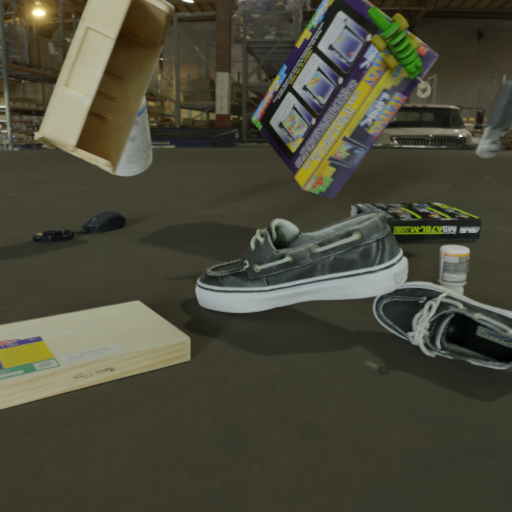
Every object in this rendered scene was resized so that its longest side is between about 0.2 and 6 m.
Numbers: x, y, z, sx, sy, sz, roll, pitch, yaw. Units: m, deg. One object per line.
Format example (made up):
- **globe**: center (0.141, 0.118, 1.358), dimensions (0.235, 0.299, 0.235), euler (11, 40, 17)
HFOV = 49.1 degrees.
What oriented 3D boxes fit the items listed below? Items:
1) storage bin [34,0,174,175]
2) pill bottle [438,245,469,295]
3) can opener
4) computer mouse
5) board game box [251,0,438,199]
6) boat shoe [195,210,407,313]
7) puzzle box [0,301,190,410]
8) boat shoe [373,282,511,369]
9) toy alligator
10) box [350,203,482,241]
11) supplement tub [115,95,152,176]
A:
- **storage bin**: center (-1.822, -2.091, 6.848), dimensions (0.915, 1.953, 1.939), euler (21, 2, -15)
- **pill bottle**: center (3.127, 0.235, 8.907), dimensions (0.442, 0.760, 0.442), euler (0, 14, 0)
- **can opener**: center (4.826, -2.730, 11.237), dimensions (0.423, 1.587, 0.531), euler (7, 30, -9)
- **computer mouse**: center (-4.176, -0.726, 13.411), dimensions (0.759, 0.441, 2.590), euler (10, 17, 31)
- **board game box**: center (1.817, -3.837, 13.041), dimensions (1.099, 3.876, 3.204), euler (11, 37, -39)
- **boat shoe**: center (0.455, 0.009, 7.834), dimensions (3.267, 1.159, 1.178), euler (-11, 15, 30)
- **puzzle box**: center (-2.212, 1.075, 6.475), dimensions (2.459, 0.313, 1.636), euler (-9, 17, -31)
- **boat shoe**: center (2.154, 0.829, 6.499), dimensions (0.729, 0.788, 2.133), euler (-2, 17, -42)
- **toy alligator**: center (2.748, -3.639, 10.244), dimensions (0.644, 2.172, 0.589), euler (-40, 33, 12)
- **box**: center (3.772, -0.864, 13.672), dimensions (2.461, 0.605, 2.548), euler (1, 13, -4)
- **supplement tub**: center (-2.886, -2.728, 12.087), dimensions (1.156, 1.752, 1.156), euler (2, 51, -3)
